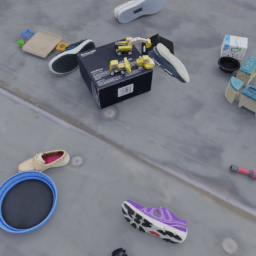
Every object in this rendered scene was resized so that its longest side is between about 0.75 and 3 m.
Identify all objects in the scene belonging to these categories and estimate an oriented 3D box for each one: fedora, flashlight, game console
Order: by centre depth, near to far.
[{"bbox_3d":[3.771,1.413,9.038,0.890,0.301,0.303,16,50,9],"label":"flashlight"},{"bbox_3d":[4.172,-2.567,11.692,0.942,0.430,0.942,1,56,-1],"label":"fedora"},{"bbox_3d":[1.318,-3.404,12.452,1.240,0.820,1.410,-17,51,25],"label":"game console"}]

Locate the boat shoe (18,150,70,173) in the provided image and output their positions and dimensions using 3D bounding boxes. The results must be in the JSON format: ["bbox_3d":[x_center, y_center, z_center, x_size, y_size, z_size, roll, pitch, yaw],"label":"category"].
[{"bbox_3d":[-2.773,1.049,9.119,1.666,0.576,0.614,-16,57,-11],"label":"boat shoe"}]

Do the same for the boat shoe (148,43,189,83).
[{"bbox_3d":[1.266,-1.860,8.516,0.515,1.667,0.624,-28,48,33],"label":"boat shoe"}]

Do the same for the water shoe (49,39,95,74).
[{"bbox_3d":[-2.443,-3.031,11.931,2.336,0.835,0.922,-37,41,-27],"label":"water shoe"}]

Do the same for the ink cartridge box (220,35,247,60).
[{"bbox_3d":[4.602,-3.500,12.173,0.944,0.693,0.690,12,56,9],"label":"ink cartridge box"}]

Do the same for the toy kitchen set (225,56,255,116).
[{"bbox_3d":[5.254,-1.588,10.360,2.580,1.520,2.067,34,62,21],"label":"toy kitchen set"}]

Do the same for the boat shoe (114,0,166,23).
[{"bbox_3d":[0.525,-6.107,13.897,2.679,0.990,1.142,-27,56,-6],"label":"boat shoe"}]

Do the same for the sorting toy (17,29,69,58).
[{"bbox_3d":[-3.816,-3.730,12.573,2.445,0.333,1.377,22,62,14],"label":"sorting toy"}]

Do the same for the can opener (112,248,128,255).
[{"bbox_3d":[-0.479,3.633,7.562,1.023,0.402,0.324,-26,98,-13],"label":"can opener"}]

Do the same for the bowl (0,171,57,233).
[{"bbox_3d":[-3.058,2.220,8.443,1.894,0.372,1.894,0,56,0],"label":"bowl"}]

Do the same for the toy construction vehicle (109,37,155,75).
[{"bbox_3d":[0.100,-2.680,10.217,1.660,0.585,1.446,-5,56,-4],"label":"toy construction vehicle"}]

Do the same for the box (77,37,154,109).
[{"bbox_3d":[-0.506,-2.177,10.955,2.288,1.191,2.084,-22,60,-14],"label":"box"}]

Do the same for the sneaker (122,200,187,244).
[{"bbox_3d":[0.754,2.593,8.104,1.986,0.801,0.828,25,43,6],"label":"sneaker"}]
